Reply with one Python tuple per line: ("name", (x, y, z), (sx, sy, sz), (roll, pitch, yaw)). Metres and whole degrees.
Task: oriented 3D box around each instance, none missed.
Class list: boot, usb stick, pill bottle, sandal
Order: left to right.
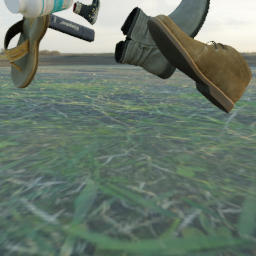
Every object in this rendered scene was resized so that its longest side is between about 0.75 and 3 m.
("sandal", (-2.818, -2.285, 7.390), (0.801, 2.967, 1.192), (-9, 61, -38))
("pill bottle", (-1.678, -2.502, 5.295), (0.706, 0.706, 1.274), (11, 33, 34))
("usb stick", (-1.855, -3.213, 9.020), (1.757, 0.487, 0.286), (9, -3, -35))
("boot", (-1.549, -4.583, 10.513), (0.921, 1.219, 0.440), (19, -21, -35))
("boot", (0.897, -2.767, 7.456), (1.852, 2.834, 0.960), (16, 19, -34))
("boot", (1.331, -1.302, 5.038), (2.385, 0.900, 0.878), (36, 9, -27))
